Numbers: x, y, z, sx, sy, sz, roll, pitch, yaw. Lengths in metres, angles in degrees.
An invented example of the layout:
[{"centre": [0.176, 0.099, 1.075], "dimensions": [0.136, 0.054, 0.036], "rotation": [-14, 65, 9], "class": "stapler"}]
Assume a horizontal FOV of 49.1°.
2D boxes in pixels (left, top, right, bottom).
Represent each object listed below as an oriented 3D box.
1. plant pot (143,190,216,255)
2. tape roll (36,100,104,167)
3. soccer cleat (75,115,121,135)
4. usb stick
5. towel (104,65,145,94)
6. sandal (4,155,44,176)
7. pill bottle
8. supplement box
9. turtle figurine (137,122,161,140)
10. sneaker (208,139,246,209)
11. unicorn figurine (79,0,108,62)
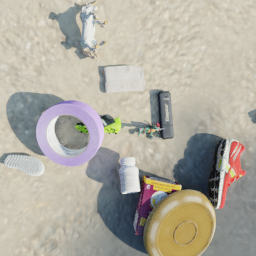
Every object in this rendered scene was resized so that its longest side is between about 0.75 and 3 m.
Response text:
[{"centre": [1.999, 3.723, 10.121], "dimensions": [2.997, 0.412, 2.997], "rotation": [-4, 102, -19], "class": "plant pot"}, {"centre": [-2.132, 0.196, 10.424], "dimensions": [2.377, 0.780, 2.377], "rotation": [2, 106, 6], "class": "tape roll"}, {"centre": [-1.155, -0.134, 10.989], "dimensions": [1.798, 0.607, 0.729], "rotation": [1, 58, 6], "class": "soccer cleat"}, {"centre": [1.495, -0.504, 11.091], "dimensions": [0.536, 0.315, 1.932], "rotation": [-4, 86, 0], "class": "usb stick"}, {"centre": [-0.144, -1.942, 11.215], "dimensions": [1.622, 0.280, 1.075], "rotation": [-4, 85, 0], "class": "towel"}, {"centre": [-3.981, 1.412, 10.929], "dimensions": [1.728, 0.425, 0.703], "rotation": [16, 71, 14], "class": "sandal"}, {"centre": [0.040, 1.760, 10.396], "dimensions": [0.720, 0.720, 1.260], "rotation": [-7, 72, 0], "class": "pill bottle"}, {"centre": [1.058, 2.936, 10.457], "dimensions": [1.348, 1.063, 2.059], "rotation": [11, 86, -1], "class": "supplement box"}, {"centre": [0.889, 0.119, 10.928], "dimensions": [1.003, 0.751, 0.505], "rotation": [-5, 49, -7], "class": "turtle figurine"}, {"centre": [3.838, 1.773, 10.592], "dimensions": [1.157, 1.049, 2.724], "rotation": [14, 86, -4], "class": "sneaker"}, {"centre": [-1.420, -3.917, 10.867], "dimensions": [1.666, 0.896, 2.426], "rotation": [27, 102, 45], "class": "unicorn figurine"}]
